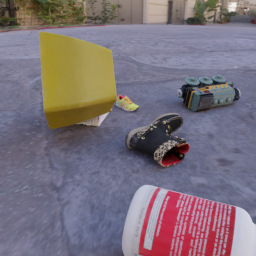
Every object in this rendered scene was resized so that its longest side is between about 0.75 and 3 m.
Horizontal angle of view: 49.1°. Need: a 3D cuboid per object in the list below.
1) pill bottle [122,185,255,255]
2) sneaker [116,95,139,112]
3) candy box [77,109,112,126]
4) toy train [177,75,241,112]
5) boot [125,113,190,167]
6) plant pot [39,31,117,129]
[{"bbox_3d":[1.313,2.008,5.065,2.575,1.446,1.446,10,28,19],"label":"pill bottle"},{"bbox_3d":[-0.056,-1.132,12.552,1.288,0.582,0.503,22,32,35],"label":"sneaker"},{"bbox_3d":[-1.957,-0.870,11.766,2.175,0.778,1.825,6,26,11],"label":"candy box"},{"bbox_3d":[3.756,-1.585,12.943,2.922,1.245,1.665,-9,39,-22],"label":"toy train"},{"bbox_3d":[1.306,0.338,9.167,2.361,0.864,1.778,-20,31,-28],"label":"boot"},{"bbox_3d":[-1.689,-1.523,9.614,2.278,2.583,2.583,-5,-11,-12],"label":"plant pot"}]
